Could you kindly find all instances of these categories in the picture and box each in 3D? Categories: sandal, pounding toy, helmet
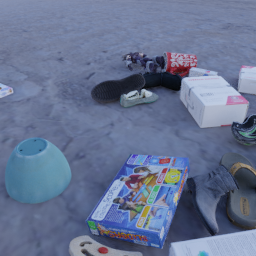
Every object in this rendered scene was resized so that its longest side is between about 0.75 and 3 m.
[{"bbox_3d":[3.262,1.570,8.072,1.160,0.775,2.838,9,35,14],"label":"sandal"},{"bbox_3d":[-0.767,3.126,5.974,2.028,1.163,1.160,9,5,-3],"label":"pounding toy"},{"bbox_3d":[4.322,0.081,10.058,1.080,1.132,1.132,-37,35,9],"label":"helmet"}]

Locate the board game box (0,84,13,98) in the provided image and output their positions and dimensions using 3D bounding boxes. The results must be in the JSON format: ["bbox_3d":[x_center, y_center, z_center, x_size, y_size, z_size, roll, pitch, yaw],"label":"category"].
[{"bbox_3d":[-6.537,-1.756,13.584,1.308,0.270,1.311,20,39,28],"label":"board game box"}]

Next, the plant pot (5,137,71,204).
[{"bbox_3d":[-2.743,1.066,8.368,1.949,1.313,1.949,0,33,0],"label":"plant pot"}]

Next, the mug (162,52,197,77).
[{"bbox_3d":[2.878,-3.463,15.718,1.756,1.559,1.172,-1,-6,-9],"label":"mug"}]

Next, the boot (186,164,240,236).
[{"bbox_3d":[2.360,1.772,7.420,1.297,0.687,1.970,-25,34,11],"label":"boot"}]

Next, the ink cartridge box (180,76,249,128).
[{"bbox_3d":[3.566,-1.203,11.996,1.914,1.081,2.612,-5,34,-8],"label":"ink cartridge box"}]

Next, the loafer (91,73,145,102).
[{"bbox_3d":[-0.480,-1.769,13.250,2.672,0.976,0.949,-17,-5,-18],"label":"loafer"}]

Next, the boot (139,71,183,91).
[{"bbox_3d":[1.507,-2.298,13.926,1.791,0.809,2.185,-10,27,-18],"label":"boot"}]

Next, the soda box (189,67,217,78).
[{"bbox_3d":[4.030,-2.859,15.068,1.406,0.479,0.448,18,38,26],"label":"soda box"}]

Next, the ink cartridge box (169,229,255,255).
[{"bbox_3d":[2.442,3.135,5.391,2.893,1.104,1.974,-7,34,-7],"label":"ink cartridge box"}]

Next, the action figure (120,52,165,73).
[{"bbox_3d":[0.763,-3.824,16.190,1.828,0.975,2.810,-30,40,-27],"label":"action figure"}]

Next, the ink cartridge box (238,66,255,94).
[{"bbox_3d":[6.328,-2.425,14.132,1.373,0.776,1.875,12,35,17],"label":"ink cartridge box"}]

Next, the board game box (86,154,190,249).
[{"bbox_3d":[0.408,1.764,7.644,1.942,0.494,2.868,1,31,27],"label":"board game box"}]

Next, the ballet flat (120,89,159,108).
[{"bbox_3d":[0.563,-1.430,12.766,1.975,0.629,0.666,-16,37,-23],"label":"ballet flat"}]
